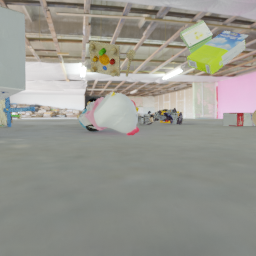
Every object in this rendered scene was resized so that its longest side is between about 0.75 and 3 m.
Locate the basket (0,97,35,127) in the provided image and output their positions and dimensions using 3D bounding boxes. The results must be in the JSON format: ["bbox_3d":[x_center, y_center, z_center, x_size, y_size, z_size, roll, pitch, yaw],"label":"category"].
[{"bbox_3d":[-3.892,-0.584,9.250,1.562,1.086,1.377,-8,4,-17],"label":"basket"}]

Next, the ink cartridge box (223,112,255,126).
[{"bbox_3d":[4.247,-0.324,10.270,1.200,0.497,0.874,-1,2,-14],"label":"ink cartridge box"}]

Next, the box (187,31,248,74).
[{"bbox_3d":[3.159,-2.693,9.852,1.896,0.452,1.156,-37,40,-13],"label":"box"}]

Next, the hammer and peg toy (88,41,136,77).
[{"bbox_3d":[-0.702,-2.798,11.731,1.958,1.440,0.690,14,40,17],"label":"hammer and peg toy"}]

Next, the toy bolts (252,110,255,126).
[{"bbox_3d":[4.496,-0.369,7.142,2.384,1.654,2.278,9,42,-6],"label":"toy bolts"}]

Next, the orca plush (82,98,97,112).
[{"bbox_3d":[-0.952,-0.375,11.461,2.814,1.000,1.480,9,-39,26],"label":"orca plush"}]

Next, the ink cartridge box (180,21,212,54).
[{"bbox_3d":[2.993,-3.542,11.582,1.097,1.508,0.362,-27,-15,0],"label":"ink cartridge box"}]

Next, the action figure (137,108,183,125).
[{"bbox_3d":[1.200,-0.441,11.465,1.978,0.686,1.287,-4,10,-21],"label":"action figure"}]

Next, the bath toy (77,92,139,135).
[{"bbox_3d":[-0.352,-0.272,5.802,0.867,1.020,2.346,40,-10,-15],"label":"bath toy"}]

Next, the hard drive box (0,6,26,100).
[{"bbox_3d":[-3.016,-0.901,3.837,2.168,1.068,2.782,2,-6,-42],"label":"hard drive box"}]

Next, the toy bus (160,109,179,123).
[{"bbox_3d":[2.195,-0.570,15.003,1.059,0.719,1.017,3,16,11],"label":"toy bus"}]

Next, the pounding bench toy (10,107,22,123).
[{"bbox_3d":[-6.048,-0.636,14.002,1.320,0.820,1.029,-1,2,-12],"label":"pounding bench toy"}]
